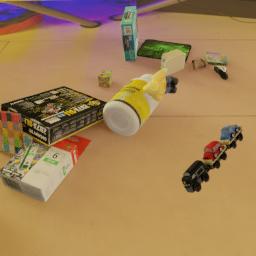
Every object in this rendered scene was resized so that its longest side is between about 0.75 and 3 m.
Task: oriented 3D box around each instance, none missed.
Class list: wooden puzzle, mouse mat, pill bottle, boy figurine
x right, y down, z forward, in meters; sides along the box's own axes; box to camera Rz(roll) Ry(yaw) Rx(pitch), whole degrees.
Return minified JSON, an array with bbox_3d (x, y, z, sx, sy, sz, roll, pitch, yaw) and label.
[{"bbox_3d":[-3.889,0.131,8.983,2.239,1.328,0.157,8,15,30],"label":"wooden puzzle"},{"bbox_3d":[1.950,-4.182,14.996,2.655,0.100,2.136,13,43,13],"label":"mouse mat"},{"bbox_3d":[0.292,-0.958,10.288,1.423,1.423,2.540,20,45,21],"label":"pill bottle"},{"bbox_3d":[0.984,-1.283,8.366,0.520,1.003,1.613,18,19,25],"label":"boy figurine"}]

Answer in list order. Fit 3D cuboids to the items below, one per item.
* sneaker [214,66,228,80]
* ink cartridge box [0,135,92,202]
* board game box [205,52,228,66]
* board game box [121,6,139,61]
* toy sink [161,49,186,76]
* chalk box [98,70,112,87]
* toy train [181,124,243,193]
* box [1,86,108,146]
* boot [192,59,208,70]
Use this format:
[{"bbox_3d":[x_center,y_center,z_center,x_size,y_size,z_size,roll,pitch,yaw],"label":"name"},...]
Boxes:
[{"bbox_3d":[4.443,-2.608,12.953,0.473,0.396,1.069,-11,43,-9],"label":"sneaker"},{"bbox_3d":[-2.439,0.847,8.775,1.505,0.695,2.762,16,44,18],"label":"ink cartridge box"},{"bbox_3d":[4.389,-3.435,13.906,1.040,0.151,0.700,6,57,0],"label":"board game box"},{"bbox_3d":[0.124,-4.879,14.395,0.584,1.877,2.487,-1,41,7],"label":"board game box"},{"bbox_3d":[2.003,-3.090,13.194,1.248,0.814,0.699,-27,48,-26],"label":"toy sink"},{"bbox_3d":[-0.982,-2.249,12.460,0.512,0.508,0.820,6,42,6],"label":"chalk box"},{"bbox_3d":[2.109,0.626,6.874,2.462,0.564,0.420,-39,12,-30],"label":"toy train"},{"bbox_3d":[-2.458,-0.573,9.808,2.336,0.722,2.926,24,32,26],"label":"box"},{"bbox_3d":[3.491,-3.065,13.541,0.706,0.339,0.965,5,44,0],"label":"boot"}]
